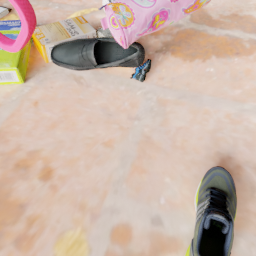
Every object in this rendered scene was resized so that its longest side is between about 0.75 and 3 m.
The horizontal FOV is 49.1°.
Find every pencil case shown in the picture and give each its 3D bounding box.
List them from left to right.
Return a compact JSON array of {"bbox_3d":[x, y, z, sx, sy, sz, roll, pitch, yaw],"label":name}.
[{"bbox_3d":[0.756,-3.214,7.290,2.939,1.285,1.285,-30,55,-6],"label":"pencil case"}]

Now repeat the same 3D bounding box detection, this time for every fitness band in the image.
[{"bbox_3d":[-2.855,-2.518,6.249,1.543,2.148,0.402,43,60,-18],"label":"fitness band"}]

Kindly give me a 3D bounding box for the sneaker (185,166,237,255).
[{"bbox_3d":[1.658,1.671,5.193,0.883,0.967,2.390,12,51,10],"label":"sneaker"}]

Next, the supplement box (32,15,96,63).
[{"bbox_3d":[-2.110,-2.990,9.307,1.852,0.681,1.167,-24,55,-20],"label":"supplement box"}]

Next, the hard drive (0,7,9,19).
[{"bbox_3d":[-5.691,-4.507,10.901,1.684,0.221,1.110,20,53,16],"label":"hard drive"}]

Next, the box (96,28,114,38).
[{"bbox_3d":[-0.492,-3.135,9.528,0.995,0.542,0.636,-31,57,-24],"label":"box"}]

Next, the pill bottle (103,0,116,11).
[{"bbox_3d":[-0.219,-4.855,10.856,1.395,0.741,0.741,-22,53,-18],"label":"pill bottle"}]

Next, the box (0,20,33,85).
[{"bbox_3d":[-4.107,-2.553,8.949,1.803,0.705,2.957,-4,51,-4],"label":"box"}]

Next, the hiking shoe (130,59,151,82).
[{"bbox_3d":[0.426,-1.813,8.535,0.417,0.358,0.962,19,52,14],"label":"hiking shoe"}]

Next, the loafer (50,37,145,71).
[{"bbox_3d":[-0.959,-2.221,8.200,2.917,1.024,0.990,2,92,10],"label":"loafer"}]
